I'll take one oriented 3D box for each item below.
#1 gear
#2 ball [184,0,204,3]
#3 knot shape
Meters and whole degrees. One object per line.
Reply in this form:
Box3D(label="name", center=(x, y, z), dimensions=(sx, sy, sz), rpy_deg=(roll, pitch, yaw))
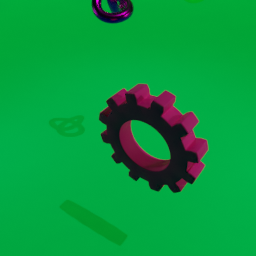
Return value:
Box3D(label="gear", center=(0.261, 0.163, 3.466), dimensions=(1.408, 1.408, 0.260), rpy_deg=(21, 43, 30))
Box3D(label="ball", center=(1.591, -3.410, 6.600), dimensions=(0.866, 0.866, 0.866), rpy_deg=(0, 32, 0))
Box3D(label="knot shape", center=(-0.321, -2.537, 5.465), dimensions=(0.579, 1.172, 1.252), rpy_deg=(-24, -24, 37))
